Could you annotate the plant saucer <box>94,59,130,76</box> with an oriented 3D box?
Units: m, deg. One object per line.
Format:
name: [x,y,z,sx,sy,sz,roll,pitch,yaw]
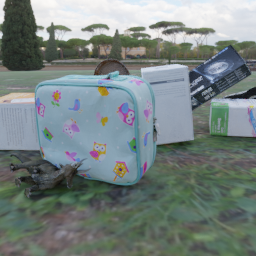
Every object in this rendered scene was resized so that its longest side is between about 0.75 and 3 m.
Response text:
plant saucer: [-0.620,-2.029,11.538,1.637,1.637,0.263,5,22,18]

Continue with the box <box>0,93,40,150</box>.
box: [-2.580,-0.261,8.386,2.535,1.348,1.930,0,15,1]

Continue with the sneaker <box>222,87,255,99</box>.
sneaker: [5.584,-1.442,13.008,2.675,1.010,1.539,-9,11,18]

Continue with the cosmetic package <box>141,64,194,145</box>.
cosmetic package: [1.180,-0.829,8.781,1.312,2.134,2.128,-6,15,3]

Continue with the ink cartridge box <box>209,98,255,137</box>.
ink cartridge box: [4.017,-0.378,9.443,2.401,1.008,1.739,3,15,15]

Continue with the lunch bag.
lunch bag: [-0.677,-0.091,5.986,2.775,2.225,1.070,7,17,28]

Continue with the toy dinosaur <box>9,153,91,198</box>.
toy dinosaur: [-1.737,0.910,5.619,1.877,0.722,0.960,2,0,38]

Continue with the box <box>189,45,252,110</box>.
box: [3.161,-1.932,10.647,2.469,0.537,1.978,-32,27,23]
